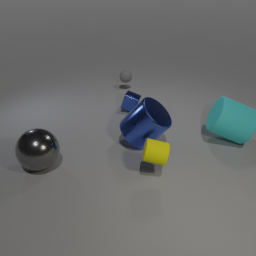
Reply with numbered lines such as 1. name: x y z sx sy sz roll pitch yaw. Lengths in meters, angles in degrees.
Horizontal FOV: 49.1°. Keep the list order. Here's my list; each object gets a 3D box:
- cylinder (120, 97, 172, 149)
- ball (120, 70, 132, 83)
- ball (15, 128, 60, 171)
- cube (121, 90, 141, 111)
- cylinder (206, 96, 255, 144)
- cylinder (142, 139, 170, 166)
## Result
1. cylinder: 0.642 -0.176 10.294 1.400 1.400 1.400 30 36 -25
2. ball: -0.118 -2.854 15.480 0.700 0.700 0.700 0 29 0
3. ball: -2.962 0.707 9.210 1.400 1.400 1.400 0 29 0
4. cube: 0.141 -1.248 13.229 0.700 0.700 0.700 22 29 2
5. cylinder: 3.880 -0.297 10.529 1.400 1.400 1.400 22 30 -3
6. cylinder: 0.840 0.732 8.534 0.700 0.700 0.700 13 30 -2
